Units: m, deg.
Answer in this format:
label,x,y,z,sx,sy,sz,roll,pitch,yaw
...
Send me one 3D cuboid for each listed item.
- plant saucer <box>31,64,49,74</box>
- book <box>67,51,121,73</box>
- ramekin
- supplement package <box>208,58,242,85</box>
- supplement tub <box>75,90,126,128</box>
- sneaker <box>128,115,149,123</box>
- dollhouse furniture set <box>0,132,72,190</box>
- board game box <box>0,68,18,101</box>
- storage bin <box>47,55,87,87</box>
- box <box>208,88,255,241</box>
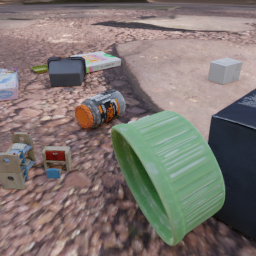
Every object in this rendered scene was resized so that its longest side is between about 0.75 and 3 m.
label,x,y,z,sx,sy,sz,roll,pitch,yaw
plant saucer,-4.248,-2.869,13.703,0.801,0.192,0.799,-18,34,-28
book,-1.792,-3.310,14.233,2.442,0.587,1.632,-24,40,-39
ramekin,0.657,0.772,4.953,1.086,2.223,2.223,-25,36,-14
supplement package,4.295,-2.534,12.417,1.130,0.857,0.851,-19,34,-30
supplement tub,-0.881,-0.598,8.916,0.926,0.926,1.511,24,38,36
sneaker,0.371,0.200,7.472,0.741,0.683,1.853,-28,27,16
dollhouse furniture set,-2.125,0.737,6.495,1.383,0.969,0.974,1,29,1
board game box,-5.795,-1.715,11.265,2.576,0.559,2.563,-10,32,-16
storage bin,-2.649,-2.418,12.055,1.678,1.221,1.127,-3,40,-6
box,2.645,0.557,5.545,1.371,2.213,2.175,23,36,38
